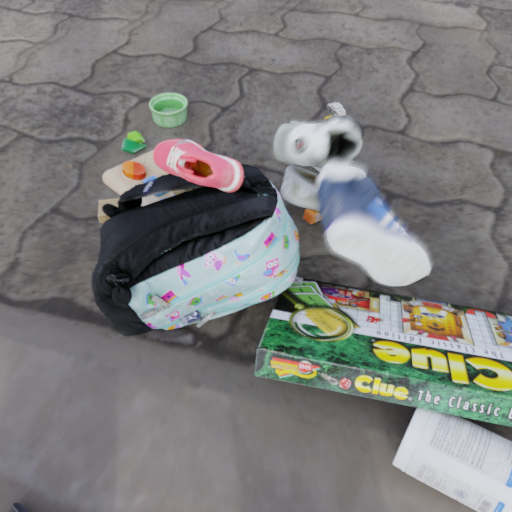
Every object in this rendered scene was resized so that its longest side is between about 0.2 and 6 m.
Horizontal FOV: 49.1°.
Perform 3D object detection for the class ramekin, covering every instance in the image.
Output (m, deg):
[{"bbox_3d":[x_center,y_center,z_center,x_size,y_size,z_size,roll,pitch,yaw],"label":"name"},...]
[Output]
[{"bbox_3d":[-2.331,-3.885,15.016,1.014,0.495,1.014,0,47,0],"label":"ramekin"}]

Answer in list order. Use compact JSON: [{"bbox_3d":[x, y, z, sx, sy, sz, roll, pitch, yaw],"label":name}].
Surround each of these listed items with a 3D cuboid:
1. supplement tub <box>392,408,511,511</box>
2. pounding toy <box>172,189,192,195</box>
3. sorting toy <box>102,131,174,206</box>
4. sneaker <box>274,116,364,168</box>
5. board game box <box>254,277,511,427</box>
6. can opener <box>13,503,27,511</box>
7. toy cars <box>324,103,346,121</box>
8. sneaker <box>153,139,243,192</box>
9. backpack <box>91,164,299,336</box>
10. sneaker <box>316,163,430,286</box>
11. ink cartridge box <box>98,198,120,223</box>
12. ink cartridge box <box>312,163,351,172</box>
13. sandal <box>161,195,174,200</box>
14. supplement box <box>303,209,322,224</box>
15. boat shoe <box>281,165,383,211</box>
[{"bbox_3d":[2.998,2.974,8.185,1.696,1.119,1.119,25,52,21],"label":"supplement tub"},{"bbox_3d":[-0.761,-1.013,11.975,1.992,0.924,1.538,13,1,-37],"label":"pounding toy"},{"bbox_3d":[-2.678,-2.168,13.484,1.958,0.390,2.649,-36,57,-29],"label":"sorting toy"},{"bbox_3d":[1.823,-2.408,12.249,1.387,1.161,3.134,15,24,34],"label":"sneaker"},{"bbox_3d":[2.861,1.528,9.207,5.352,0.628,2.804,9,26,8],"label":"board game box"},{"bbox_3d":[-3.111,3.943,7.780,0.422,0.523,1.330,-37,47,-20],"label":"can opener"},{"bbox_3d":[2.140,-3.836,15.126,0.555,0.274,1.237,9,47,8],"label":"toy cars"},{"bbox_3d":[-1.092,-1.560,9.155,1.816,0.669,0.788,21,11,29],"label":"sneaker"},{"bbox_3d":[-0.995,-0.147,10.121,3.463,2.192,2.890,-20,44,6],"label":"backpack"},{"bbox_3d":[2.124,-0.711,10.203,2.638,1.063,1.932,25,46,-37],"label":"sneaker"},{"bbox_3d":[-3.177,-1.019,12.509,0.660,0.248,0.543,-6,46,-5],"label":"ink cartridge box"},{"bbox_3d":[1.679,-2.511,13.903,0.903,0.281,1.123,-27,54,-24],"label":"ink cartridge box"},{"bbox_3d":[-1.987,-0.941,12.204,1.737,0.690,0.756,-21,48,-30],"label":"sandal"},{"bbox_3d":[1.437,-0.988,12.417,0.820,0.282,0.273,-24,51,-34],"label":"supplement box"},{"bbox_3d":[1.664,-1.337,12.086,2.271,0.728,0.837,20,46,9],"label":"boat shoe"}]
